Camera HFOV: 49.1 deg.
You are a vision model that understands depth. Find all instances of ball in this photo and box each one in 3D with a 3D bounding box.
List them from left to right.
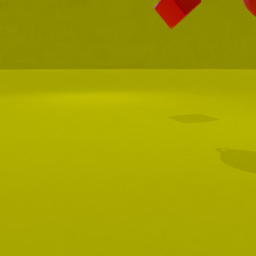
[{"bbox_3d":[1.563,-1.485,2.824,0.790,0.790,0.790,0,13,0],"label":"ball"}]

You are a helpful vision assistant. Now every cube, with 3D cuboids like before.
[{"bbox_3d":[1.635,-4.075,9.271,0.939,0.939,0.939,-45,8,-23],"label":"cube"}]
